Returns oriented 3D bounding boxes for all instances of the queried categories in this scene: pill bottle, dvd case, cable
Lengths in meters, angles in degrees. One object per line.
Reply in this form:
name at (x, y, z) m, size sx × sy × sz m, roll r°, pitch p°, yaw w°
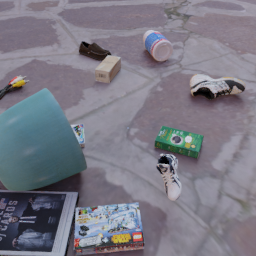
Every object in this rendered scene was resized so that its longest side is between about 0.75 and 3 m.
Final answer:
pill bottle at (1.553, -4.607, 15.384) m, size 1.162 × 1.162 × 2.070 m, roll -11°, pitch 41°, yaw -14°
dvd case at (-2.722, 2.477, 7.346) m, size 2.570 × 0.318 × 1.932 m, roll 2°, pitch 39°, yaw 1°
cable at (-5.435, -1.846, 12.536) m, size 0.931 × 0.483 × 1.917 m, roll 28°, pitch 46°, yaw 31°

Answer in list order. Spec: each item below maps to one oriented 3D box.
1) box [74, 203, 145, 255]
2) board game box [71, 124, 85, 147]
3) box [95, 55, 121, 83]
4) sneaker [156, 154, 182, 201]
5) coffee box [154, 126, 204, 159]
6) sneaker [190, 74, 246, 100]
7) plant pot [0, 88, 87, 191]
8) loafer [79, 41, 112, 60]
box at (-0.496, 2.565, 7.209) m, size 1.714 × 0.342 × 1.173 m, roll -3°, pitch 39°, yaw -4°
board game box at (-1.925, 0.280, 10.147) m, size 0.701 × 0.192 × 1.111 m, roll -5°, pitch 39°, yaw -6°
box at (-0.948, -2.897, 13.711) m, size 0.767 × 0.628 × 1.615 m, roll 11°, pitch 41°, yaw 14°
sneaker at (1.035, 1.247, 7.426) m, size 0.497 × 0.810 × 1.245 m, roll -10°, pitch 64°, yaw 34°
coffee box at (1.787, 0.463, 9.804) m, size 1.552 × 0.341 × 0.954 m, roll 14°, pitch 41°, yaw 16°
sneaker at (3.864, -1.622, 12.160) m, size 2.367 × 0.895 × 1.038 m, roll 6°, pitch 58°, yaw 8°
plant pot at (-2.767, 0.531, 8.054) m, size 2.164 × 2.697 × 2.697 m, roll -28°, pitch 46°, yaw -19°
loafer at (-1.859, -4.272, 15.322) m, size 2.069 × 0.738 × 0.755 m, roll 18°, pitch 42°, yaw 20°
